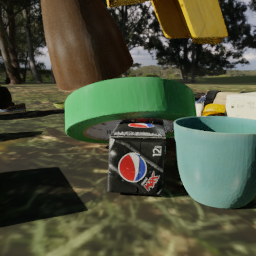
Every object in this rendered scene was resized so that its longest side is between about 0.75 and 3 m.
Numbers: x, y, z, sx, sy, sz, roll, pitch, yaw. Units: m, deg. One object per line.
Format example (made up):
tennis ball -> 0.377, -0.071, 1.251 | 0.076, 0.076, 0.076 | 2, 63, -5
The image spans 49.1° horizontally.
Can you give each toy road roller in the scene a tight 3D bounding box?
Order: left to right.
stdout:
toy road roller -> 2.496, -0.016, 6.818 | 1.126, 1.338, 1.833 | 12, -20, 48

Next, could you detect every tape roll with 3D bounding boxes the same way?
tape roll -> 0.054, -0.222, 5.695 | 2.611, 0.628, 2.611 | -5, -13, -1

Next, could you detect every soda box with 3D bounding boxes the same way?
soda box -> 0.232, 0.301, 4.989 | 0.791, 0.884, 2.497 | 4, 11, 6

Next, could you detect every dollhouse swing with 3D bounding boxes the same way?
dollhouse swing -> 0.971, -3.095, 8.060 | 2.291, 2.368, 2.606 | -28, 21, -2

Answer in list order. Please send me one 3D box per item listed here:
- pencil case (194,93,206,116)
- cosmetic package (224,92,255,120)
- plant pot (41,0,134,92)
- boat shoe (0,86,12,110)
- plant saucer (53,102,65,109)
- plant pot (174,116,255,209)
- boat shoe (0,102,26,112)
pencil case -> 1.104, -0.580, 8.884 | 2.872, 1.117, 1.285 | 4, 15, 18
cosmetic package -> 3.028, -0.056, 5.675 | 2.611, 1.373, 0.928 | -11, 17, -39
plant pot -> -1.333, -2.682, 7.710 | 2.377, 2.544, 2.377 | -14, 30, 9
boat shoe -> -5.672, -1.047, 11.292 | 0.975, 0.999, 2.641 | -8, 18, 9
plant saucer -> -2.975, -1.143, 14.139 | 1.551, 0.241, 1.551 | 0, 10, 0
plant pot -> 1.267, 0.447, 3.829 | 1.306, 1.048, 1.306 | 0, 10, 0
boat shoe -> -5.242, -0.958, 12.661 | 1.196, 0.433, 0.432 | -4, 12, -20
